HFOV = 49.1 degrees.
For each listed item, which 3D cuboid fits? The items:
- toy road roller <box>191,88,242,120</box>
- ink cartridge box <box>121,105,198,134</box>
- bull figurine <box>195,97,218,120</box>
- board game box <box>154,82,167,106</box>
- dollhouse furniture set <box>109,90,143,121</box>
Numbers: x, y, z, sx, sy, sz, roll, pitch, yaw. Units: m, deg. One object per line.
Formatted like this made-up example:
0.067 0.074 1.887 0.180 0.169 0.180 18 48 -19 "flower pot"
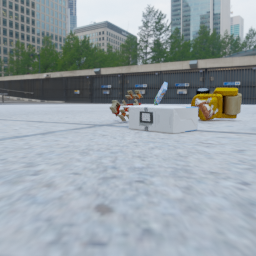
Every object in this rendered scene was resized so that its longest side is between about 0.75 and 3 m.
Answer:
3.436 -0.855 10.998 1.884 1.157 1.375 2 24 21 "toy road roller"
0.816 -0.286 7.801 1.129 0.650 1.949 -6 9 -44 "ink cartridge box"
2.736 -0.739 9.837 0.308 0.947 0.575 9 -43 -38 "bull figurine"
1.446 -1.489 12.367 0.173 0.946 0.715 26 33 -6 "board game box"
-0.052 -0.753 10.434 1.153 1.166 0.601 -1 -36 33 "dollhouse furniture set"
